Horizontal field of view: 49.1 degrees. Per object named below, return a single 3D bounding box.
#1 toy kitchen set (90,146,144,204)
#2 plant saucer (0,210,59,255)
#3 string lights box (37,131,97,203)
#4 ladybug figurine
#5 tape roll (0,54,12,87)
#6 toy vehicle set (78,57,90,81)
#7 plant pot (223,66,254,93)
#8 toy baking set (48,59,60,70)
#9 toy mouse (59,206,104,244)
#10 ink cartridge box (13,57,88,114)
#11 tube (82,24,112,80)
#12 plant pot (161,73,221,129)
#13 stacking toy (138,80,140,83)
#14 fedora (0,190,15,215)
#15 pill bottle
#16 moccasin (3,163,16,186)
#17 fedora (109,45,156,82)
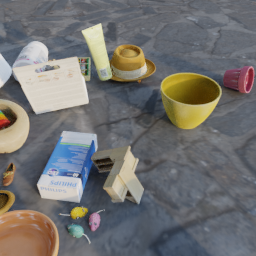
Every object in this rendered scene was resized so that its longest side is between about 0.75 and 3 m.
[{"bbox_3d":[-0.450,1.657,8.607,1.459,1.320,1.617,-13,34,30],"label":"toy kitchen set"},{"bbox_3d":[-2.950,3.122,6.774,2.598,0.486,2.598,-3,31,2],"label":"plant saucer"},{"bbox_3d":[-1.874,1.165,9.125,1.230,0.705,2.393,6,41,7],"label":"string lights box"},{"bbox_3d":[-4.680,-0.051,10.246,1.983,1.051,2.922,-27,48,-26],"label":"ladybug figurine"},{"bbox_3d":[-6.495,-2.208,12.155,2.725,0.953,2.725,-15,41,14],"label":"tape roll"},{"bbox_3d":[-2.560,-3.024,14.315,1.250,0.267,2.013,-4,41,-4],"label":"toy vehicle set"},{"bbox_3d":[5.036,-2.241,12.835,1.075,1.201,1.201,13,40,38],"label":"plant pot"},{"bbox_3d":[-2.712,-2.567,12.744,1.954,0.227,1.499,35,18,-24],"label":"toy baking set"},{"bbox_3d":[-1.212,2.643,7.770,1.293,0.250,1.149,-12,42,-13],"label":"toy mouse"},{"bbox_3d":[-2.819,-1.728,10.743,2.273,2.797,0.798,-12,56,-6],"label":"ink cartridge box"},{"bbox_3d":[-1.307,-3.389,12.748,0.637,2.454,0.712,0,39,21],"label":"tube"},{"bbox_3d":[2.322,-0.908,10.866,2.214,1.571,2.214,0,41,0],"label":"plant pot"},{"bbox_3d":[0.451,-2.556,13.706,0.505,0.534,0.920,-8,55,-7],"label":"stacking toy"},{"bbox_3d":[-3.729,2.254,8.060,1.021,0.416,1.021,0,33,0],"label":"fedora"},{"bbox_3d":[-4.701,-3.248,13.753,1.327,1.327,2.341,0,41,-1],"label":"pill bottle"},{"bbox_3d":[-3.835,1.487,9.044,0.316,0.333,0.863,2,41,3],"label":"moccasin"},{"bbox_3d":[0.008,-3.345,13.863,2.869,1.170,2.869,-3,37,2],"label":"fedora"}]
